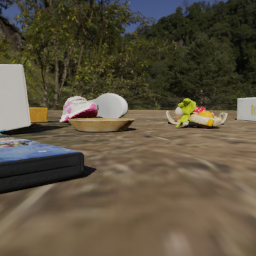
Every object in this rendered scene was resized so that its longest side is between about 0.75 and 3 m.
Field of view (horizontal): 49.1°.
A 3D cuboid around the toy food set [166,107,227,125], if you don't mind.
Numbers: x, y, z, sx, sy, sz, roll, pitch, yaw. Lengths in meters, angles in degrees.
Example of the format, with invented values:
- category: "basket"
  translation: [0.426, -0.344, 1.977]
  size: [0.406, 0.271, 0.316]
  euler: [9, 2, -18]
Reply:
- category: "toy food set"
  translation: [2.177, -0.423, 9.082]
  size: [1.833, 0.554, 1.315]
  euler: [1, 4, 10]

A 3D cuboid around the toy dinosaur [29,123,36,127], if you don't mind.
- category: "toy dinosaur"
  translation: [-3.007, -0.545, 6.873]
  size: [0.654, 1.130, 1.245]
  euler: [-31, -18, -1]

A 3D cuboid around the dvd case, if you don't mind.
- category: "dvd case"
  translation: [-1.723, 0.255, 2.425]
  size: [1.693, 0.208, 2.373]
  euler: [-5, 7, -41]

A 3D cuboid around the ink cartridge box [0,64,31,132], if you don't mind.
- category: "ink cartridge box"
  translation: [-3.026, -0.551, 5.464]
  size: [1.704, 1.245, 1.250]
  euler: [2, 11, 31]

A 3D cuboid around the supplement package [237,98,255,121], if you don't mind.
- category: "supplement package"
  translation: [5.257, -0.733, 10.925]
  size: [1.261, 0.898, 1.620]
  euler: [0, 4, -9]

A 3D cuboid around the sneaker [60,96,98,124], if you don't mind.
- category: "sneaker"
  translation: [-1.412, -0.569, 7.844]
  size: [0.672, 0.728, 1.651]
  euler: [8, -11, -40]

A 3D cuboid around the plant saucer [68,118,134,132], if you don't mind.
- category: "plant saucer"
  translation: [-0.602, -0.073, 6.361]
  size: [1.499, 0.265, 1.499]
  euler: [0, 4, 0]

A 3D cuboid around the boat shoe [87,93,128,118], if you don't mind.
- category: "boat shoe"
  translation: [-0.746, -0.803, 11.549]
  size: [0.981, 1.074, 2.986]
  euler: [-8, 0, -34]

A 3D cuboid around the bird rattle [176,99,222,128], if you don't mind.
- category: "bird rattle"
  translation: [1.849, -0.222, 7.229]
  size: [1.117, 0.772, 1.370]
  euler: [22, 7, 36]

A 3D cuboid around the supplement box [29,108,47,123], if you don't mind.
- category: "supplement box"
  translation: [-3.444, -0.416, 9.242]
  size: [0.538, 0.556, 1.617]
  euler: [3, 7, 33]
